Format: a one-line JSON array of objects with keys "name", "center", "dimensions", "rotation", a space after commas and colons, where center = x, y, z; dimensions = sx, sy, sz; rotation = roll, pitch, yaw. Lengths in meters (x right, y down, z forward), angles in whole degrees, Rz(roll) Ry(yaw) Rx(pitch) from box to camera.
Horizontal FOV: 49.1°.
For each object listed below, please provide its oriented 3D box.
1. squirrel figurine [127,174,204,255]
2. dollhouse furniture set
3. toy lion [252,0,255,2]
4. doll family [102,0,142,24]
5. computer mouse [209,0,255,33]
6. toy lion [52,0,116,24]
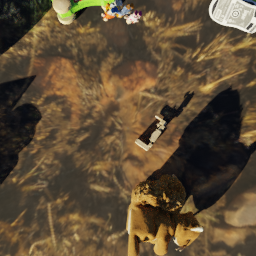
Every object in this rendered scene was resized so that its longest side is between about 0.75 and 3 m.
[{"name": "squirrel figurine", "center": [1.062, 2.416, 7.788], "dimensions": [2.021, 1.532, 2.165], "rotation": [6, 93, -3]}, {"name": "dollhouse furniture set", "center": [0.714, 0.128, 8.575], "dimensions": [0.472, 0.553, 1.066], "rotation": [35, 85, 2]}, {"name": "toy lion", "center": [3.976, -4.498, 9.151], "dimensions": [1.416, 0.486, 1.358], "rotation": [26, 77, 2]}, {"name": "doll family", "center": [-0.207, -3.102, 7.415], "dimensions": [1.129, 0.701, 0.509], "rotation": [-5, 91, -30]}, {"name": "computer mouse", "center": [3.815, -3.535, 8.790], "dimensions": [2.505, 1.373, 0.549], "rotation": [25, 41, 8]}, {"name": "toy lion", "center": [-1.405, -4.782, 9.055], "dimensions": [2.371, 0.814, 2.272], "rotation": [-17, 77, -1]}]
